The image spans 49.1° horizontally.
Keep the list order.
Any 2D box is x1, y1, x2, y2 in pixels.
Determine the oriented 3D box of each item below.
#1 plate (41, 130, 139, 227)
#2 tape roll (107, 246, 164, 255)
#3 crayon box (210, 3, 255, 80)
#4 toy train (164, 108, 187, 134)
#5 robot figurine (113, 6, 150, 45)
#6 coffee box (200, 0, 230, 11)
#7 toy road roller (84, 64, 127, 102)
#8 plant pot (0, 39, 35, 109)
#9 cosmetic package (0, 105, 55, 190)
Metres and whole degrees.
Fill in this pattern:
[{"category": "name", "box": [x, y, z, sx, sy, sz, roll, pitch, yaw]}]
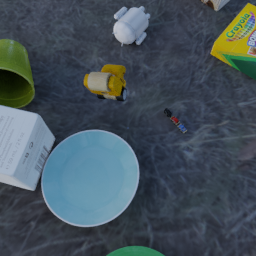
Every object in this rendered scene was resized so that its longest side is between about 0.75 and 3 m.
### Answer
[{"category": "plate", "box": [-1.105, 1.432, 8.340, 2.923, 0.374, 2.923, -2, 63, 5]}, {"category": "tape roll", "box": [0.198, 4.408, 7.011, 2.681, 0.644, 2.681, 0, 66, 0]}, {"category": "crayon box", "box": [4.624, -3.172, 10.252, 2.108, 0.712, 2.443, 36, 71, 14]}, {"category": "toy train", "box": [1.568, -0.242, 9.241, 0.186, 0.249, 1.089, -35, 71, -14]}, {"category": "robot figurine", "box": [0.112, -3.781, 10.406, 1.392, 0.927, 1.641, 46, 71, -15]}, {"category": "coffee box", "box": [3.055, -5.975, 11.138, 0.943, 1.335, 2.362, -42, 72, -16]}, {"category": "toy road roller", "box": [-0.540, -1.402, 7.935, 0.867, 1.410, 1.030, 8, 81, 19]}, {"category": "plant pot", "box": [-4.000, -1.912, 9.258, 1.870, 1.870, 1.801, -6, 55, -3]}, {"category": "cosmetic package", "box": [-3.603, 0.527, 8.053, 2.170, 1.805, 1.816, 13, 67, 7]}]
